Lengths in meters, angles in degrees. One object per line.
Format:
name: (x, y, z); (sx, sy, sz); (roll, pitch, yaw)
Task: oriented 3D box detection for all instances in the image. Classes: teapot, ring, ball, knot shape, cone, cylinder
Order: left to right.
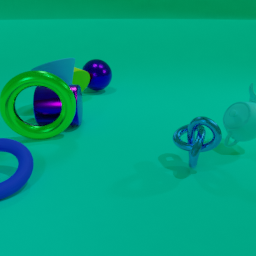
ring: (-2.504, 0.734, 5.255); (1.400, 0.280, 1.400); (5, 44, -5)
ring: (-2.173, -0.523, 6.820); (1.787, 1.787, 0.357); (-6, 29, -13)
cylinder: (-1.926, -0.635, 7.882); (1.158, 1.158, 1.158); (-1, 23, -2)
cone: (-2.141, -1.292, 8.871); (1.442, 1.447, 1.442); (-17, 8, 2)
cone: (-2.291, -2.015, 10.260); (1.302, 1.302, 1.307); (-19, 61, -38)
ball: (-1.233, -2.090, 11.030); (1.223, 1.223, 1.223); (0, 23, 0)
knot shape: (1.371, 0.327, 5.718); (0.501, 1.015, 1.085); (16, -14, -28)
teapot: (2.668, -0.249, 6.523); (0.770, 1.573, 0.978); (26, 1, -32)
